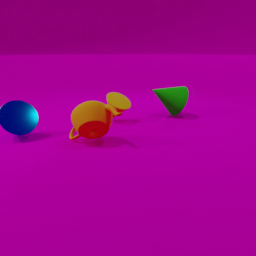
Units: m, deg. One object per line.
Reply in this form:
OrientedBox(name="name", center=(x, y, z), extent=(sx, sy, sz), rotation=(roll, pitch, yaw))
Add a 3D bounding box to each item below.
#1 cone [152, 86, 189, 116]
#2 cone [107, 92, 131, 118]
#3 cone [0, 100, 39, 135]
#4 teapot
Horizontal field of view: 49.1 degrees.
OrientedBox(name="cone", center=(1.304, -1.120, 9.680), extent=(1.110, 1.106, 1.106), rotation=(20, 9, -22))
OrientedBox(name="cone", center=(-0.451, -0.585, 9.214), extent=(0.844, 0.847, 0.844), rotation=(18, 38, -15))
OrientedBox(name="cone", center=(-3.097, -0.092, 7.777), extent=(1.013, 1.013, 1.017), rotation=(-11, -17, -32))
OrientedBox(name="teapot", center=(-0.844, -0.162, 7.048), extent=(1.705, 0.835, 1.060), rotation=(-29, -39, 24))
